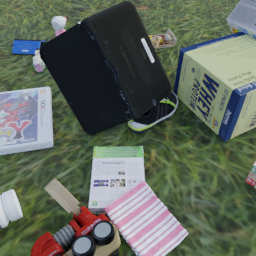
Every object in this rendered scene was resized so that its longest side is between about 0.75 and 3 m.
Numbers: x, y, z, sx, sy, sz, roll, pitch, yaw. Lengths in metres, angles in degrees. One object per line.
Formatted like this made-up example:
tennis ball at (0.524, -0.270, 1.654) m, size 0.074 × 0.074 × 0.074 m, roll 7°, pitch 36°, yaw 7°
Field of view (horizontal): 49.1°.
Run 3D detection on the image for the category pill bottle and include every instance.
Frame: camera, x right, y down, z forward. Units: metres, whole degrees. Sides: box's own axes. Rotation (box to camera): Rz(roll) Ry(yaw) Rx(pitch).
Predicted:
pill bottle at (-3.179, 1.957, 6.234) m, size 1.435 × 0.816 × 0.816 m, roll -20°, pitch 48°, yaw -18°

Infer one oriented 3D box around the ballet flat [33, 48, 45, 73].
ballet flat at (-3.589, -2.759, 11.181) m, size 0.470 × 0.484 × 1.361 m, roll -14°, pitch 46°, yaw -2°

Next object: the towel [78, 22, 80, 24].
towel at (-1.145, -3.369, 11.426) m, size 2.084 × 1.077 × 2.517 m, roll -5°, pitch 47°, yaw -3°

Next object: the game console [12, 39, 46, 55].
game console at (-4.294, -3.533, 12.226) m, size 1.175 × 0.695 × 1.003 m, roll 3°, pitch 76°, yaw 3°

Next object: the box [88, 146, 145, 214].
box at (-0.248, 1.283, 7.256) m, size 1.391 × 0.350 × 1.927 m, roll 0°, pitch 46°, yaw 0°

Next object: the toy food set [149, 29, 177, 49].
toy food set at (1.225, -4.015, 12.436) m, size 1.610 × 0.486 × 1.155 m, roll -9°, pitch 46°, yaw -8°

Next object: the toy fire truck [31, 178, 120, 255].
toy fire truck at (-1.330, 2.167, 5.905) m, size 1.670 × 1.221 × 1.897 m, roll -30°, pitch 41°, yaw -26°

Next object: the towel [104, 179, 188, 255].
towel at (0.384, 2.073, 6.218) m, size 1.178 × 0.241 × 1.610 m, roll -35°, pitch 67°, yaw -18°

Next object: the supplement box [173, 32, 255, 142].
supplement box at (3.362, -1.449, 8.943) m, size 2.666 × 1.790 × 2.663 m, roll -21°, pitch 49°, yaw -20°

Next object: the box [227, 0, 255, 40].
box at (4.975, -3.557, 10.231) m, size 1.585 × 2.817 × 1.428 m, roll 42°, pitch 101°, yaw 35°

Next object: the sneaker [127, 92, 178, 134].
sneaker at (0.860, -0.665, 8.766) m, size 0.811 × 0.937 × 2.262 m, roll 31°, pitch 53°, yaw 27°

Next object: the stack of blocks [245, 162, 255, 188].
stack of blocks at (3.846, 1.343, 6.731) m, size 1.702 × 0.980 × 0.499 m, roll 33°, pitch 53°, yaw 29°

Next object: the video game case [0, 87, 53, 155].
video game case at (-3.898, -0.244, 8.771) m, size 2.969 × 0.341 × 2.705 m, roll -9°, pitch 45°, yaw -9°

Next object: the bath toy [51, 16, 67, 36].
bath toy at (-1.814, -2.555, 7.854) m, size 0.553 × 1.271 × 0.470 m, roll 17°, pitch 54°, yaw 17°

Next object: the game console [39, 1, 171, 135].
game console at (-0.559, -1.666, 8.144) m, size 2.587 × 2.941 × 1.712 m, roll -38°, pitch 19°, yaw -30°

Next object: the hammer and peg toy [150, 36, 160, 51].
hammer and peg toy at (0.713, -3.562, 11.787) m, size 1.171 × 0.413 × 0.862 m, roll 7°, pitch 39°, yaw 8°
